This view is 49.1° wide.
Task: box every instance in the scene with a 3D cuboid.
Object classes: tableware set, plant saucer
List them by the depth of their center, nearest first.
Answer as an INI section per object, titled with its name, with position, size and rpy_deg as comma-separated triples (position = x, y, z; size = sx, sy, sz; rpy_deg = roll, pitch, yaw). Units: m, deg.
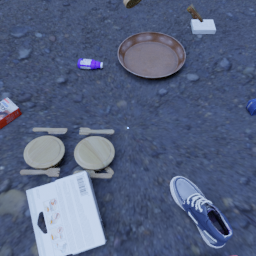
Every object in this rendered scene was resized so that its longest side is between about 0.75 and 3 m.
[tableware set]
position = -1.949, 0.920, 9.491
size = 2.995, 0.600, 1.980
rpy_deg = 2, 50, -1
[plant saucer]
position = 1.025, -3.126, 12.341
size = 2.948, 0.508, 2.948
rpy_deg = 0, 55, 0

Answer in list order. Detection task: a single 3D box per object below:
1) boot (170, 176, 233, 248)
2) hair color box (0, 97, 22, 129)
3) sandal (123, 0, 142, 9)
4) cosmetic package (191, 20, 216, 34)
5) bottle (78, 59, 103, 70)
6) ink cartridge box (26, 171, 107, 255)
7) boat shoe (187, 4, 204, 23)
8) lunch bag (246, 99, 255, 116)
[boot]
position = 2.142, 2.265, 8.253
size = 0.879, 1.091, 2.416
rpy_deg = -27, 60, -17
[hair color box]
position = -4.848, -0.446, 10.521
size = 0.781, 0.450, 1.408
rpy_deg = 37, 64, 22
[sandal]
position = 0.921, -4.863, 9.724
size = 0.899, 2.451, 0.806
rpy_deg = -14, 74, -55
[cosmetic package]
position = 3.678, -4.962, 13.732
size = 1.088, 0.281, 0.821
rpy_deg = 0, 54, 0
[bottle]
position = -1.623, -2.763, 12.174
size = 1.074, 0.351, 0.449
rpy_deg = 6, 54, 4
[ink cartridge box]
position = -1.780, 2.548, 8.120
size = 1.851, 0.464, 2.132
rpy_deg = -18, 74, -1
[boat shoe]
position = 2.585, -4.369, 10.814
size = 0.296, 0.871, 0.313
rpy_deg = -38, 31, 23
[lunch bag]
position = 4.991, -0.866, 10.764
size = 0.759, 0.516, 0.502
rpy_deg = -13, 56, -9
